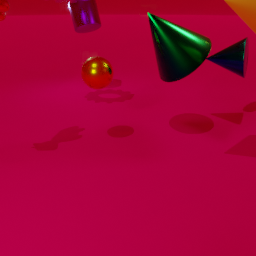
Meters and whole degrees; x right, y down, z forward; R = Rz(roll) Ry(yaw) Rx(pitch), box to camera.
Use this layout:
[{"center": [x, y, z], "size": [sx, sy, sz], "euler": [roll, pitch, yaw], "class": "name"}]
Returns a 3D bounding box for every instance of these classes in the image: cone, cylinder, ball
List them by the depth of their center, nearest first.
[{"center": [2.215, -2.058, 4.703], "size": [1.426, 1.421, 1.421], "euler": [-2, 24, -20], "class": "cone"}, {"center": [0.981, -2.285, 7.046], "size": [1.603, 1.609, 1.603], "euler": [-32, 35, 26], "class": "cone"}, {"center": [-0.771, -1.382, 7.049], "size": [0.818, 0.818, 0.818], "euler": [0, 24, 0], "class": "ball"}, {"center": [2.805, -2.009, 8.077], "size": [1.122, 1.118, 1.118], "euler": [6, 24, 27], "class": "cone"}, {"center": [-1.712, -4.506, 11.189], "size": [1.100, 1.100, 1.100], "euler": [-13, 5, 1], "class": "cylinder"}]

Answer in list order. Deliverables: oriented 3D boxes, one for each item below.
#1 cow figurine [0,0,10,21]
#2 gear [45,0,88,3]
[{"center": [-3.003, -2.406, 5.275], "size": [1.361, 1.383, 0.759], "euler": [-9, -4, -36], "class": "cow figurine"}, {"center": [-1.880, -4.362, 8.641], "size": [2.006, 0.371, 2.006], "euler": [-4, 8, 1], "class": "gear"}]
